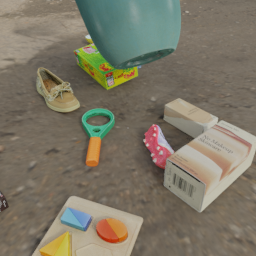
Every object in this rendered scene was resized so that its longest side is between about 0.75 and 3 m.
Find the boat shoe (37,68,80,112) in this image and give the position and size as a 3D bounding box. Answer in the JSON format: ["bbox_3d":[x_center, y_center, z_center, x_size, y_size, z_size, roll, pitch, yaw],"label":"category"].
[{"bbox_3d":[-2.648,-1.372,10.088,0.957,0.819,2.613,-27,44,-32],"label":"boat shoe"}]

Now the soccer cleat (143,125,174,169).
[{"bbox_3d":[0.913,0.532,7.812,0.698,0.609,1.826,33,19,-21],"label":"soccer cleat"}]

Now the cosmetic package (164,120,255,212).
[{"bbox_3d":[2.062,0.841,6.912,2.265,0.988,1.171,-29,45,-34],"label":"cosmetic package"}]

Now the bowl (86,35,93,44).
[{"bbox_3d":[-1.886,-4.704,15.016,0.754,0.406,0.754,0,35,0],"label":"bowl"}]

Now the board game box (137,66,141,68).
[{"bbox_3d":[-0.080,-2.860,12.659,1.154,0.199,0.781,-14,38,-19],"label":"board game box"}]

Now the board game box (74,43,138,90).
[{"bbox_3d":[-1.002,-2.778,11.934,1.492,0.699,2.937,-28,43,-18],"label":"board game box"}]

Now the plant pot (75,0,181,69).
[{"bbox_3d":[0.155,-3.034,7.927,2.913,2.338,2.913,-16,4,1],"label":"plant pot"}]

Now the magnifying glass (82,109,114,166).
[{"bbox_3d":[-0.957,0.172,8.447,1.041,0.293,2.616,0,37,0],"label":"magnifying glass"}]

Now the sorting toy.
[{"bbox_3d":[-0.420,2.295,5.430,2.598,0.382,1.921,12,38,17],"label":"sorting toy"}]

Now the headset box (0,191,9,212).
[{"bbox_3d":[-3.335,1.719,6.220,1.024,0.384,0.761,-30,45,-34],"label":"headset box"}]

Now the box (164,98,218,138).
[{"bbox_3d":[1.929,-0.278,8.764,0.742,0.608,1.563,-27,44,-32],"label":"box"}]
